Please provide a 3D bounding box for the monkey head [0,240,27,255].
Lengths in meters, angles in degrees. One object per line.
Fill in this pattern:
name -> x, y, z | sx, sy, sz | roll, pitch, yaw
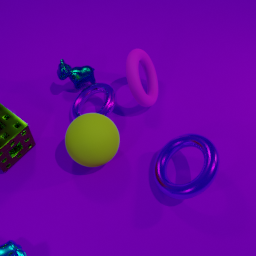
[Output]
monkey head -> -2.339, 2.626, 5.363 | 0.777, 0.928, 1.290 | -23, 77, -35

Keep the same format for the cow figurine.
cow figurine -> -1.514, -1.636, 8.234 | 1.088, 1.070, 0.597 | -21, 57, -7

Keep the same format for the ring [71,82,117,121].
ring -> -0.969, -0.663, 7.794 | 1.450, 0.290, 1.450 | -16, 52, 22

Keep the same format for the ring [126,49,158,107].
ring -> 0.426, -1.404, 7.899 | 0.331, 1.654, 1.654 | -10, 50, 27

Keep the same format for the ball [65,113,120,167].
ball -> -0.860, 0.291, 6.809 | 1.307, 1.307, 1.307 | 0, 54, 0

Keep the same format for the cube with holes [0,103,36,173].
cube with holes -> -3.122, 0.232, 6.884 | 1.055, 1.055, 1.055 | 35, 63, 13

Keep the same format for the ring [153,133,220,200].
ring -> 1.315, 0.858, 6.526 | 1.650, 0.330, 1.650 | -24, 45, 27
